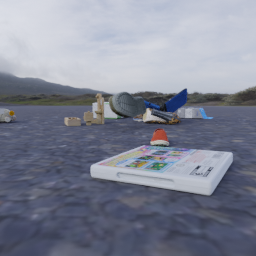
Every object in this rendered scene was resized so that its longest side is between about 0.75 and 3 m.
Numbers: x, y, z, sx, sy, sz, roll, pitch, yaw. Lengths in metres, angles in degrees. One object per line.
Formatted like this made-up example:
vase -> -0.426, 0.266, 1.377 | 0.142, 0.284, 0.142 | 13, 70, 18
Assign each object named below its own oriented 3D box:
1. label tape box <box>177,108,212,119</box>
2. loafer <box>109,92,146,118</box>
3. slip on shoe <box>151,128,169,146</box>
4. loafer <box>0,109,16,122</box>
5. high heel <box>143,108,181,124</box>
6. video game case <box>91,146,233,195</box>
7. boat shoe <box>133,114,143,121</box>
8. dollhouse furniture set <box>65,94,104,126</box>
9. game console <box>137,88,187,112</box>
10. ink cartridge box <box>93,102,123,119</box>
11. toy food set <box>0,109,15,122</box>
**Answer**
label tape box -> 4.138, -0.910, 17.164 | 1.970, 0.624, 1.421 | 2, 6, 23
loafer -> -0.105, -0.783, 11.026 | 0.929, 1.003, 2.666 | -15, -7, 23
slip on shoe -> 0.819, 0.239, 7.221 | 0.458, 0.378, 1.235 | 2, 8, 5
loafer -> -6.950, -0.637, 14.361 | 2.430, 0.874, 0.764 | 7, -10, 10
high heel -> 1.583, -0.450, 13.573 | 1.500, 0.751, 2.105 | 17, -6, -12
video game case -> 0.659, 0.587, 4.576 | 1.761, 0.229, 1.934 | 3, 7, 27
boat shoe -> 0.608, -0.605, 15.121 | 0.430, 0.431, 1.192 | -2, 6, -21
dollhouse furniture set -> -2.025, -0.894, 13.044 | 1.753, 1.428, 1.667 | -2, 6, -18
game console -> 1.778, -1.392, 14.320 | 2.077, 1.440, 2.434 | 23, -7, 15
ink cartridge box -> -0.925, -1.134, 17.575 | 1.682, 0.971, 2.303 | 3, 6, 24
toy food set -> -6.272, -0.581, 13.554 | 1.464, 0.699, 0.659 | -5, 7, -23
